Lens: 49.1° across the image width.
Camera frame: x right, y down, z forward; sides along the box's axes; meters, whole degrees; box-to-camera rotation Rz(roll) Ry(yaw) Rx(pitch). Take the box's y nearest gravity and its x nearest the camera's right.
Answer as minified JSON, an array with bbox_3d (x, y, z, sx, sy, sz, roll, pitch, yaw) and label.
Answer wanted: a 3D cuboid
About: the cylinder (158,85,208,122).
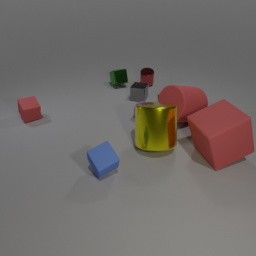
[{"bbox_3d":[2.106,-0.927,10.825,1.400,1.400,1.400,-3,26,-39],"label":"cylinder"}]

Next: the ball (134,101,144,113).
[{"bbox_3d":[0.589,-0.741,11.461,0.700,0.700,0.700,0,30,0],"label":"ball"}]

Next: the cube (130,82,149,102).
[{"bbox_3d":[0.536,-1.683,13.115,0.700,0.700,0.700,10,32,16],"label":"cube"}]

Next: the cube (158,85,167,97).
[{"bbox_3d":[1.769,-1.291,12.169,0.700,0.700,0.700,29,59,27],"label":"cube"}]

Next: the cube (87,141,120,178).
[{"bbox_3d":[-0.731,0.929,8.216,0.700,0.700,0.700,-28,71,-18],"label":"cube"}]

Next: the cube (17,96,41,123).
[{"bbox_3d":[-3.979,-0.762,11.292,0.700,0.700,0.700,-18,54,-31],"label":"cube"}]

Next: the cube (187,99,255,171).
[{"bbox_3d":[2.911,0.189,8.853,1.400,1.400,1.400,-26,34,-3],"label":"cube"}]

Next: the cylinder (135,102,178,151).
[{"bbox_3d":[0.939,-0.091,9.374,1.400,1.400,1.400,0,13,0],"label":"cylinder"}]

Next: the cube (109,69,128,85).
[{"bbox_3d":[-0.479,-2.608,14.383,0.700,0.700,0.700,-10,6,-22],"label":"cube"}]

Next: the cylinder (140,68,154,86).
[{"bbox_3d":[0.987,-2.636,14.472,0.700,0.700,0.700,-1,49,1],"label":"cylinder"}]
